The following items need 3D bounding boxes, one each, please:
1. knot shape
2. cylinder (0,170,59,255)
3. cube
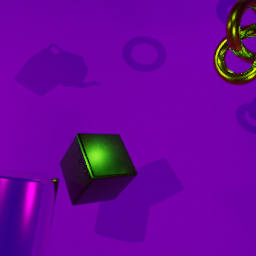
[{"bbox_3d":[2.156,-1.573,4.867,1.490,0.688,1.394,-19,116,19],"label":"knot shape"},{"bbox_3d":[-1.765,1.314,4.415,1.176,1.176,1.176,7,84,2],"label":"cylinder"},{"bbox_3d":[-0.589,0.766,5.336,0.968,0.968,0.968,2,49,-38],"label":"cube"}]
